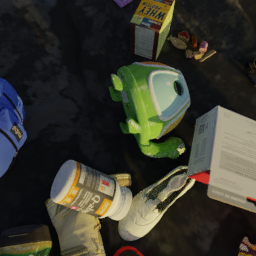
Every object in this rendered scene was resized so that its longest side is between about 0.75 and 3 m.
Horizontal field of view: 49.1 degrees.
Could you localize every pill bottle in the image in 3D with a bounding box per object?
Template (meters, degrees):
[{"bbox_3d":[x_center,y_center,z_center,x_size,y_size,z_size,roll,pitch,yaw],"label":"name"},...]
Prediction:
[{"bbox_3d":[-0.799,1.457,6.355,1.669,0.971,0.971,28,65,-23],"label":"pill bottle"}]

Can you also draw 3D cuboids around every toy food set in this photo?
[{"bbox_3d":[2.202,-2.828,9.677,0.996,0.247,1.567,-34,63,-14],"label":"toy food set"}]

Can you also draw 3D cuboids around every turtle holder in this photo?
[{"bbox_3d":[0.719,-0.555,7.668,1.911,2.044,2.690,-18,67,-8],"label":"turtle holder"}]

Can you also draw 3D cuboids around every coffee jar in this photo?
[{"bbox_3d":[-2.351,3.446,6.479,1.189,0.973,2.280,-8,67,0],"label":"coffee jar"}]

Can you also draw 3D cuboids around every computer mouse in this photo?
[{"bbox_3d":[5.040,-1.479,8.846,1.926,0.631,2.743,-23,68,-11],"label":"computer mouse"}]

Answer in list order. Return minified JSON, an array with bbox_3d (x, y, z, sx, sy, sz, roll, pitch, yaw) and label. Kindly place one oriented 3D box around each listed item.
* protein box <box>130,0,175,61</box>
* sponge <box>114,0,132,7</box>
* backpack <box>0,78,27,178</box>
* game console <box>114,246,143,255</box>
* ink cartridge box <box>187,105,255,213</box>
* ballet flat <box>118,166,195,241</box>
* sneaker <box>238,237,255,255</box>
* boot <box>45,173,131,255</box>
[{"bbox_3d":[0.767,-3.320,9.207,0.973,1.443,1.432,20,68,9],"label":"protein box"},{"bbox_3d":[0.093,-5.347,10.767,1.619,0.241,0.903,-36,70,-15],"label":"sponge"},{"bbox_3d":[-3.889,-0.034,7.420,2.257,2.185,2.689,15,58,8],"label":"backpack"},{"bbox_3d":[-0.012,4.165,6.470,1.951,0.342,2.206,41,73,4],"label":"game console"},{"bbox_3d":[2.935,1.024,7.091,2.601,1.091,2.283,21,66,-11],"label":"ink cartridge box"},{"bbox_3d":[0.764,1.830,7.269,2.614,0.908,0.908,-38,71,-15],"label":"ballet flat"},{"bbox_3d":[3.461,3.173,6.852,1.396,0.523,0.629,20,74,8],"label":"sneaker"},{"bbox_3d":[-0.770,2.259,7.060,2.315,0.843,1.800,-20,66,-6],"label":"boot"}]
